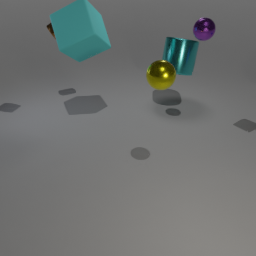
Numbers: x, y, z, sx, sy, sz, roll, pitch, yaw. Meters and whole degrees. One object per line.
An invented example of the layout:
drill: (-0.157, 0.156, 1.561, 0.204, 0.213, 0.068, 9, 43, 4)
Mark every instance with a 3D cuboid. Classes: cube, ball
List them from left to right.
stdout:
cube: (-1.639, -3.375, 9.842, 1.400, 1.400, 1.400, -20, -10, 17)
ball: (0.774, -1.238, 6.562, 0.700, 0.700, 0.700, 0, 30, 0)
ball: (2.421, -3.136, 8.900, 0.700, 0.700, 0.700, 0, 30, 0)

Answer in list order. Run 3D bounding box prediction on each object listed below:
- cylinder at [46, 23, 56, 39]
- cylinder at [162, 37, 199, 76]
cylinder: (-2.805, -4.031, 11.340, 0.700, 0.700, 0.700, -35, 33, 4)
cylinder: (2.169, -3.030, 11.828, 1.400, 1.400, 1.400, 8, 17, -2)
